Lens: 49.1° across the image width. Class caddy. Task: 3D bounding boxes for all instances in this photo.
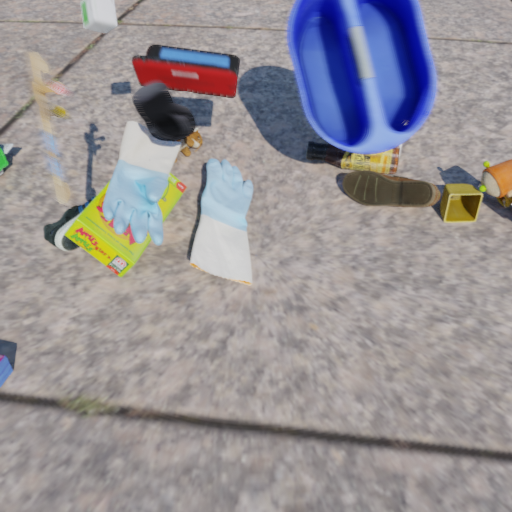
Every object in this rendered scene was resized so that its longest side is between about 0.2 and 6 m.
[{"bbox_3d":[1.991,-3.676,10.744,2.478,3.505,1.840,-15,3,9],"label":"caddy"}]

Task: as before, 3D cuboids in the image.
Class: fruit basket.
[{"bbox_3d":[-6.900,-2.102,13.128,1.907,0.894,1.766,-2,39,22],"label":"fruit basket"}]

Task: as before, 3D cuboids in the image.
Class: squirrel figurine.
[{"bbox_3d":[-1.897,-2.942,14.005,1.008,0.764,1.080,-28,51,-37],"label":"squirrel figurine"}]

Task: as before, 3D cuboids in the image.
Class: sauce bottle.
[{"bbox_3d":[2.306,-2.398,13.414,2.181,0.720,0.720,6,42,11],"label":"sauce bottle"}]

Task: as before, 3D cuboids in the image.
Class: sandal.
[{"bbox_3d":[-1.651,-2.455,10.230,0.842,2.215,0.474,-30,82,7],"label":"sandal"}]

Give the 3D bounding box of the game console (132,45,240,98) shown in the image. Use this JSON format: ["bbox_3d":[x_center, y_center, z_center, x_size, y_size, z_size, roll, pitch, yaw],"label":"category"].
[{"bbox_3d":[-1.236,-3.666,10.437,1.857,1.600,1.102,6,85,-3],"label":"game console"}]

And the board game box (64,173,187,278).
[{"bbox_3d":[-2.524,-0.945,11.279,1.331,0.624,2.621,40,42,-15],"label":"board game box"}]

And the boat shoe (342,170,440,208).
[{"bbox_3d":[2.957,-1.401,12.335,2.116,0.761,0.719,18,12,32],"label":"boat shoe"}]

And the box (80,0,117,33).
[{"bbox_3d":[-2.845,-4.373,10.132,0.420,0.488,0.490,-5,3,43],"label":"box"}]

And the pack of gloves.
[{"bbox_3d":[-1.313,-1.341,11.129,3.007,0.706,3.579,18,42,-18],"label":"pack of gloves"}]

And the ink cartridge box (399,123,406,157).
[{"bbox_3d":[3.045,-2.890,13.616,0.986,1.124,0.471,5,42,6],"label":"ink cartridge box"}]

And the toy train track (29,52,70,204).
[{"bbox_3d":[-2.984,-1.867,8.395,0.365,2.243,1.287,-13,34,-22],"label":"toy train track"}]

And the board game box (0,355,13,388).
[{"bbox_3d":[-5.277,2.219,8.295,2.263,0.491,2.252,10,43,11],"label":"board game box"}]

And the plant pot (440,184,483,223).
[{"bbox_3d":[4.337,-1.203,12.072,0.708,0.704,0.725,-2,36,-2],"label":"plant pot"}]

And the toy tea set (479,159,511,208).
[{"bbox_3d":[5.361,-0.926,11.402,0.882,1.417,2.382,-28,45,3],"label":"toy tea set"}]

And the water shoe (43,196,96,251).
[{"bbox_3d":[-3.533,-0.916,11.686,0.806,0.730,2.042,21,45,26],"label":"water shoe"}]
